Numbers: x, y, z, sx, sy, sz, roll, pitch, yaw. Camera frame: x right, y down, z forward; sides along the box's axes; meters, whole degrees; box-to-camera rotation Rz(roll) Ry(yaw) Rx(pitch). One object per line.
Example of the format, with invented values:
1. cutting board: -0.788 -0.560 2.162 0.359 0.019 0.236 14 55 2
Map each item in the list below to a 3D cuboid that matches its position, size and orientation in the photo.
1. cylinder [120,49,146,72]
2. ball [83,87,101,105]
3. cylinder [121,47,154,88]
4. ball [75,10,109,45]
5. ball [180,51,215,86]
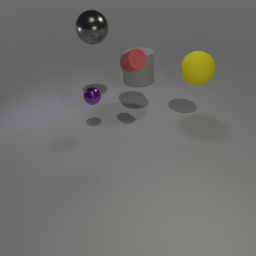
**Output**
1. cylinder: 0.168 -2.325 9.695 0.700 0.700 0.700 -17 9 -25
2. ball: -1.396 -1.250 10.927 0.700 0.700 0.700 0 32 0
3. cylinder: 0.452 -2.696 12.413 1.400 1.400 1.400 -3 30 2
4. ball: -1.532 -4.294 11.965 1.400 1.400 1.400 0 32 0
5. ball: 2.872 -2.461 11.610 1.400 1.400 1.400 0 32 0
